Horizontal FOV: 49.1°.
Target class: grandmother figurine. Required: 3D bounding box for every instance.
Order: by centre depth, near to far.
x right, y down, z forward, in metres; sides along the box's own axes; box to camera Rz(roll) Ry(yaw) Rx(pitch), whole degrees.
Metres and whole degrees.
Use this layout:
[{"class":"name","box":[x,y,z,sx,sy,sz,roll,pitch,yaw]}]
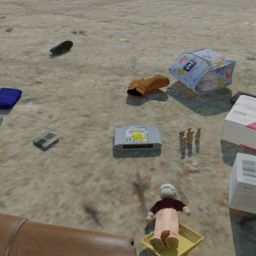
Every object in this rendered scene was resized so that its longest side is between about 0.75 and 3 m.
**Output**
[{"class":"grandmother figurine","box":[1.074,2.259,7.521,1.210,0.604,1.996,-2,29,9]}]

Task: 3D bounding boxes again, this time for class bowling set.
[{"class":"bowling set","box":[2.188,0.216,10.538,1.033,0.555,0.719,-26,43,-32]}]

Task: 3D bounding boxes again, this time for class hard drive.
[{"class":"hard drive","box":[5.554,-1.131,12.594,1.636,0.346,1.103,24,42,30]}]

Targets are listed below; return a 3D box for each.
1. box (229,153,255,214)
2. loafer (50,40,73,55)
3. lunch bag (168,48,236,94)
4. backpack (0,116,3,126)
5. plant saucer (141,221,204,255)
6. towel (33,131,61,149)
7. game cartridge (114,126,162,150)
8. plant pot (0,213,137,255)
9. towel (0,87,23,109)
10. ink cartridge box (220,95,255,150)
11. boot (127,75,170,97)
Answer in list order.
[{"class":"box","box":[3.681,1.631,8.074,1.304,1.117,1.297,11,37,13]},{"class":"loafer","box":[-4.339,-5.282,18.194,0.551,0.629,1.752,16,40,31]},{"class":"lunch bag","box":[3.629,-2.866,13.963,2.570,1.634,2.180,-20,41,-18]},{"class":"backpack","box":[-5.393,-0.084,9.382,1.976,2.565,2.443,34,12,-24]},{"class":"plant saucer","box":[1.086,2.830,6.883,1.151,0.279,1.151,-22,18,-27]},{"class":"towel","box":[-3.069,0.451,10.610,0.772,0.138,0.801,19,42,30]},{"class":"game cartridge","box":[0.339,0.348,10.574,1.758,0.356,1.172,-2,32,-3]},{"class":"plant pot","box":[-1.340,3.012,5.035,2.816,2.844,2.844,6,35,-6]},{"class":"towel","box":[-5.643,-1.356,12.947,1.109,0.372,1.502,7,36,-1]},{"class":"ink cartridge box","box":[4.780,-0.247,10.834,1.630,0.950,2.252,21,41,26]},{"class":"boot","box":[0.955,-2.003,13.460,1.913,0.734,1.485,10,36,17]}]
